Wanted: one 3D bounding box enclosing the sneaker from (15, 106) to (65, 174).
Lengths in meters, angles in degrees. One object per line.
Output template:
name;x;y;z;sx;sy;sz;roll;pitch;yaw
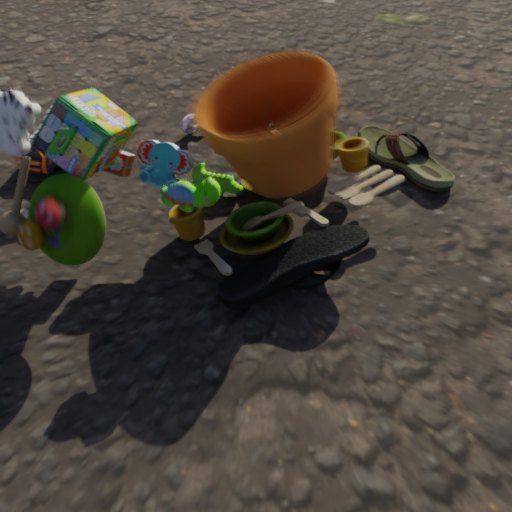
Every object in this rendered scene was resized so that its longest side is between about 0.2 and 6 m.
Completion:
sneaker;-4.213;-2.544;12.418;1.230;0.852;2.195;14;56;9

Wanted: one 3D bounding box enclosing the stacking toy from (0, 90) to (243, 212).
stacking toy;-2.284;-1.884;10.035;4.093;0.962;3.086;19;13;1

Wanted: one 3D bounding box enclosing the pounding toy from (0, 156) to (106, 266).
pounding toy;-3.292;-0.583;8.552;1.865;1.440;0.866;26;20;18

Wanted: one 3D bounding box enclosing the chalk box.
chalk box;-2.762;-1.910;8.914;0.984;0.989;1.590;38;25;-7

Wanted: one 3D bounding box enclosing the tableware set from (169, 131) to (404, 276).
tableware set;0.424;-1.361;10.829;4.329;0.664;2.916;-28;37;-18

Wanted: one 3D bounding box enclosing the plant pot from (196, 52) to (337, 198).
plant pot;0.376;-2.249;10.220;2.499;1.749;2.499;-12;45;13

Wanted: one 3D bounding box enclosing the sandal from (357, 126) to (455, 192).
sandal;3.282;-2.260;12.088;0.987;0.709;2.485;-30;52;-27

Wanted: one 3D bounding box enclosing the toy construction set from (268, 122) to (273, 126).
toy construction set;0.634;-3.675;13.363;2.415;1.113;1.584;4;43;20

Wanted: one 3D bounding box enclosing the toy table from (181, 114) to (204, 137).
toy table;-1.404;-3.080;13.081;0.384;0.603;0.656;9;45;33

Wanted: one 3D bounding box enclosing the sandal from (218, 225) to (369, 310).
sandal;0.672;0.233;9.634;2.751;0.658;1.034;-25;33;-5
